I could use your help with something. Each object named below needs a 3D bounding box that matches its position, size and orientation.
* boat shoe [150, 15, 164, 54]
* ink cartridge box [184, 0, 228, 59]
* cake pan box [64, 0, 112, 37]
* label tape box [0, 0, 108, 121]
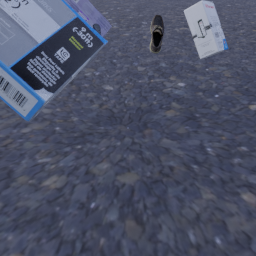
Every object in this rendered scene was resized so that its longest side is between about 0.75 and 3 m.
[{"bbox_3d":[1.147,-3.591,10.582,0.556,1.493,0.547,3,-5,-7],"label":"boat shoe"},{"bbox_3d":[2.336,-2.896,8.298,0.623,1.477,1.078,-17,6,37],"label":"ink cartridge box"},{"bbox_3d":[-1.737,-3.233,8.857,1.767,1.919,0.502,-53,36,-2],"label":"cake pan box"},{"bbox_3d":[-1.451,-1.665,4.687,1.865,0.861,2.604,43,52,-13],"label":"label tape box"}]
